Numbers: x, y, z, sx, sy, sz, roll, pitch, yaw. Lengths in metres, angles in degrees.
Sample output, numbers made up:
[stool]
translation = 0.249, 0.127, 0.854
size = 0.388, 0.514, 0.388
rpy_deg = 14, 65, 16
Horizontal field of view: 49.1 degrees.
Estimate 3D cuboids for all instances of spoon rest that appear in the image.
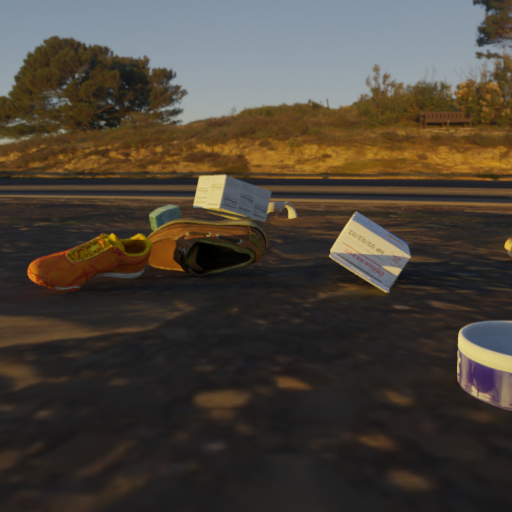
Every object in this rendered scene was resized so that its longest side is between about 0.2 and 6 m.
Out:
[spoon rest]
translation = 0.685, -1.408, 16.328
size = 0.728, 0.444, 1.466
rpy_deg = -9, -12, 34

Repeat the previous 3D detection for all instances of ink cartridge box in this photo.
[ink cartridge box]
translation = 1.693, -0.096, 8.233
size = 0.991, 0.584, 1.721
rpy_deg = 32, 15, 6

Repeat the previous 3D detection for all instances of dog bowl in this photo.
[dog bowl]
translation = 2.147, 0.854, 4.422
size = 1.053, 0.415, 1.053
rpy_deg = 0, 9, 0

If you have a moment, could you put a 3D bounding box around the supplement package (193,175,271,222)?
[supplement package]
translation = -0.607, -1.442, 14.267
size = 1.517, 0.841, 1.182
rpy_deg = 15, -5, -40

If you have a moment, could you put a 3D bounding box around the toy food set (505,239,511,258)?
[toy food set]
translation = 5.187, -0.061, 9.941
size = 1.322, 0.325, 1.335
rpy_deg = 3, 10, 13

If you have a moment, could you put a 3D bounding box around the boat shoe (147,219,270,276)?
[boat shoe]
translation = -0.929, -0.109, 8.760
size = 2.231, 0.803, 0.758
rpy_deg = -9, 29, 24

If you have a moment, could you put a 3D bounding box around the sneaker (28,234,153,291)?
[sneaker]
translation = -2.354, -0.001, 8.022
size = 0.699, 0.739, 1.915
rpy_deg = 40, 33, 26

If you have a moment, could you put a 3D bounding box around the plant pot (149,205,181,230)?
[plant pot]
translation = -2.286, -0.884, 13.973
size = 0.647, 0.633, 0.635
rpy_deg = -16, 17, -27
